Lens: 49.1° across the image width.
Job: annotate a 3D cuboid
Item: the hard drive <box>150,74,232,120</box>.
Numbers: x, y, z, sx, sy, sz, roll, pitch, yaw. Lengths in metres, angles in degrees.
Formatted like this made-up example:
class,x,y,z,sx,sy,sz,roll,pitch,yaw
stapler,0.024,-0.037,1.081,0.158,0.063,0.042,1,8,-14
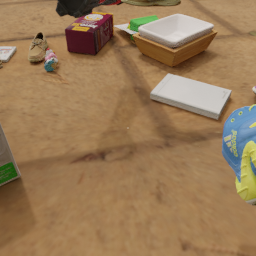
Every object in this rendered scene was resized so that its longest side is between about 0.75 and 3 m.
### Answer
class,x,y,z,sx,sy,sz,roll,pitch,yaw
hard drive,1.834,-0.973,8.153,2.003,0.267,1.322,21,44,22

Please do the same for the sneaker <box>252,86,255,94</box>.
class,x,y,z,sx,sy,sz,roll,pitch,yaw
sneaker,4.808,-1.464,8.025,2.845,1.187,1.147,-19,43,-20

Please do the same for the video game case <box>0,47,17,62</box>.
class,x,y,z,sx,sy,sz,roll,pitch,yaw
video game case,-4.854,-2.726,10.321,1.174,0.139,1.069,1,40,1

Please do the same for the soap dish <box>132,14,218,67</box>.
class,x,y,z,sx,sy,sz,roll,pitch,yaw
soap dish,1.717,-3.259,10.268,2.516,1.022,1.979,-32,50,-31

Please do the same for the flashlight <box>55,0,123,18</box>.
class,x,y,z,sx,sy,sz,roll,pitch,yaw
flashlight,-0.664,-3.298,6.645,0.996,0.993,2.932,8,30,10

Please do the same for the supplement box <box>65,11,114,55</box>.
class,x,y,z,sx,sy,sz,roll,pitch,yaw
supplement box,-1.436,-3.747,10.923,1.167,0.906,2.115,11,42,13

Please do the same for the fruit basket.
class,x,y,z,sx,sy,sz,roll,pitch,yaw
fruit basket,0.517,-4.196,11.717,1.730,0.876,1.868,-17,28,-19

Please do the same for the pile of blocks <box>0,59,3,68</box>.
class,x,y,z,sx,sy,sz,roll,pitch,yaw
pile of blocks,-5.006,-2.268,9.552,1.399,0.435,0.574,-2,40,-2

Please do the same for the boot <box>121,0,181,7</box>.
class,x,y,z,sx,sy,sz,roll,pitch,yaw
boot,0.495,-3.158,5.973,1.320,1.021,0.476,3,34,8

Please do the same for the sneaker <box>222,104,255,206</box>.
class,x,y,z,sx,sy,sz,roll,pitch,yaw
sneaker,1.785,-0.075,3.425,0.875,2.310,1.213,-6,46,-26

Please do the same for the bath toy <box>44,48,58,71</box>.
class,x,y,z,sx,sy,sz,roll,pitch,yaw
bath toy,-2.683,-2.410,9.736,0.497,0.422,1.143,-8,40,-10

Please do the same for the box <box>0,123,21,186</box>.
class,x,y,z,sx,sy,sz,roll,pitch,yaw
box,-3.672,-0.441,5.706,1.429,2.608,2.956,-25,45,-26

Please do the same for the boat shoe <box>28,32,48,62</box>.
class,x,y,z,sx,sy,sz,roll,pitch,yaw
boat shoe,-3.357,-2.994,10.309,0.619,0.560,1.736,-4,40,-5
